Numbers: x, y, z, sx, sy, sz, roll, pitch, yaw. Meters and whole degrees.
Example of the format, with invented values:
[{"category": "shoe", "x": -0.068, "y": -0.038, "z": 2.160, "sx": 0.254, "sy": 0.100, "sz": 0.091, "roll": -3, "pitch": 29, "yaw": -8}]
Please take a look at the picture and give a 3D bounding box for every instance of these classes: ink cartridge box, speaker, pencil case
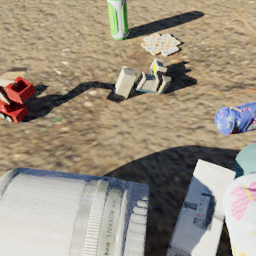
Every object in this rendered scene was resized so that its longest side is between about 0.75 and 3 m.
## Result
[{"category": "ink cartridge box", "x": 1.344, "y": 1.732, "z": 5.246, "sx": 0.766, "sy": 1.315, "sz": 1.805, "roll": 19, "pitch": 54, "yaw": 19}, {"category": "speaker", "x": -0.327, "y": -3.858, "z": 9.630, "sx": 0.696, "sy": 1.574, "sz": 0.696, "roll": -2, "pitch": 51, "yaw": 3}, {"category": "pencil case", "x": 3.219, "y": -0.356, "z": 7.296, "sx": 1.882, "sy": 0.817, "sz": 0.734, "roll": -13, "pitch": 44, "yaw": -11}, {"category": "pencil case", "x": 1.680, "y": 1.511, "z": 2.980, "sx": 1.010, "sy": 0.926, "sz": 2.227, "roll": -1, "pitch": 34, "yaw": 9}]

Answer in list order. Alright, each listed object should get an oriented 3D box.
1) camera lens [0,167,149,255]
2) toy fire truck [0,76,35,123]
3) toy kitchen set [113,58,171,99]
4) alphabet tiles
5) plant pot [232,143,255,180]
[{"category": "camera lens", "x": -1.024, "y": 1.799, "z": 4.714, "sx": 2.587, "sy": 2.069, "sz": 2.069, "roll": 6, "pitch": 51, "yaw": 4}, {"category": "toy fire truck", "x": -3.266, "y": -0.853, "z": 7.295, "sx": 2.033, "sy": 1.434, "sz": 0.496, "roll": 22, "pitch": 53, "yaw": 17}, {"category": "toy kitchen set", "x": 0.364, "y": -1.519, "z": 8.396, "sx": 1.518, "sy": 0.894, "sz": 1.216, "roll": 7, "pitch": 48, "yaw": -20}, {"category": "alphabet tiles", "x": 1.158, "y": -2.941, "z": 9.863, "sx": 1.233, "sy": 0.092, "sz": 1.261, "roll": -29, "pitch": 56, "yaw": -22}, {"category": "plant pot", "x": 3.187, "y": 1.088, "z": 5.266, "sx": 1.962, "sy": 1.322, "sz": 1.962, "roll": 7, "pitch": 71, "yaw": -22}]
